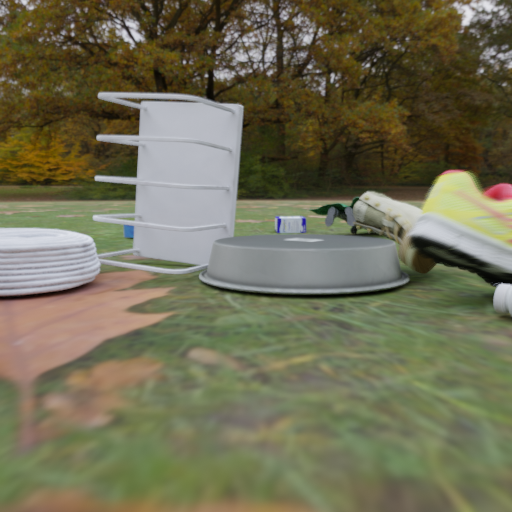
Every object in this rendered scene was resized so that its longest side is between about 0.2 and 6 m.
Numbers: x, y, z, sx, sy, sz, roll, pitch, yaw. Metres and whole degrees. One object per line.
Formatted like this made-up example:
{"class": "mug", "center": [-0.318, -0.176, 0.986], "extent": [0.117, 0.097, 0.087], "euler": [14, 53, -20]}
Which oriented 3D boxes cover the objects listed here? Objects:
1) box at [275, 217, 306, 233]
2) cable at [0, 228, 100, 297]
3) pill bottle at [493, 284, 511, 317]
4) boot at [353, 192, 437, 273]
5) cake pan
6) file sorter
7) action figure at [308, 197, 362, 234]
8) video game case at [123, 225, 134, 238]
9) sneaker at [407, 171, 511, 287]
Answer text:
{"class": "box", "center": [0.909, -0.835, 14.964], "extent": [0.779, 0.409, 0.717], "euler": [-1, 6, -2]}
{"class": "cable", "center": [-2.852, 0.047, 6.748], "extent": [1.895, 0.656, 1.895], "euler": [3, 8, 21]}
{"class": "pill bottle", "center": [2.477, 0.421, 4.956], "extent": [0.363, 0.363, 0.643], "euler": [-7, 10, -44]}
{"class": "boot", "center": [1.862, -0.373, 7.473], "extent": [1.340, 0.624, 1.733], "euler": [27, 24, 26]}
{"class": "cake pan", "center": [0.607, 0.039, 7.278], "extent": [2.695, 0.494, 2.695], "euler": [0, 6, 0]}
{"class": "file sorter", "center": [-1.288, -1.022, 7.811], "extent": [1.640, 2.364, 1.472], "euler": [7, 8, 21]}
{"class": "action figure", "center": [2.849, -0.908, 14.016], "extent": [1.738, 0.804, 2.942], "euler": [4, 1, 40]}
{"class": "video game case", "center": [-2.066, -0.617, 13.346], "extent": [1.605, 0.365, 1.455], "euler": [3, 8, 24]}
{"class": "sneaker", "center": [2.667, -0.221, 5.886], "extent": [2.216, 1.000, 0.866], "euler": [21, -11, -24]}
